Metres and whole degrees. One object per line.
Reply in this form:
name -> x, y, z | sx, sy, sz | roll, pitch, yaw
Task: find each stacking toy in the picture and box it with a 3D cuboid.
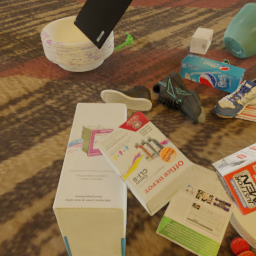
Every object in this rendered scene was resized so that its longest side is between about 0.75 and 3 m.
stacking toy -> 2.476, 2.795, 5.531 | 0.573, 0.573, 1.343 | -6, 38, -7

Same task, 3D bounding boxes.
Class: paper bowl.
paper bowl -> -2.035, -3.435, 11.700 | 2.897, 1.507, 2.897 | 0, 42, 0

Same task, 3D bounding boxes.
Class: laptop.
laptop -> -0.450, -3.686, 8.342 | 1.321, 2.267, 2.558 | 37, 18, -4

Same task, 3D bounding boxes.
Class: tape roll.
tape roll -> 3.625, 1.591, 6.398 | 2.793, 0.510, 2.793 | -4, 53, 5

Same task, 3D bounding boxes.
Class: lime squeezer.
lime squeezer -> -0.042, -4.233, 13.581 | 0.656, 0.351, 1.859 | -15, 34, 31

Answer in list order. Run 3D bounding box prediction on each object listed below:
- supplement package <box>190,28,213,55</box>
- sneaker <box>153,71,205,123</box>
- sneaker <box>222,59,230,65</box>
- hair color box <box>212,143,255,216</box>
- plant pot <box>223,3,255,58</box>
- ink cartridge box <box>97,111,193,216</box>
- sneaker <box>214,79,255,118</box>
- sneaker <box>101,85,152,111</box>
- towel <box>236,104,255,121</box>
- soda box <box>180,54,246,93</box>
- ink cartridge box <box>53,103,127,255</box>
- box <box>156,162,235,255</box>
supplement package -> 3.412, -4.042, 12.965 | 0.730, 0.739, 1.219 | 17, 44, 18
sneaker -> 1.706, -0.930, 9.518 | 1.059, 1.008, 2.673 | -23, 40, -2
sneaker -> 4.003, -2.549, 11.375 | 0.450, 0.500, 1.159 | 16, 29, 20
hair color box -> 2.033, 0.364, 3.492 | 1.783, 0.989, 0.570 | -26, 86, 9
plant pot -> 5.146, -4.013, 12.088 | 1.590, 1.981, 1.981 | -45, 51, 1
ink cartridge box -> 0.264, 0.520, 4.042 | 0.815, 0.811, 1.121 | -38, 63, -10
sneaker -> 3.741, -1.113, 9.260 | 2.201, 0.970, 0.828 | -27, 51, -22
sneaker -> -0.008, -1.142, 9.860 | 1.804, 0.638, 0.894 | 11, 41, 4
towel -> 4.304, -0.713, 9.674 | 1.090, 0.223, 1.490 | 14, 47, 16
soda box -> 3.215, -2.121, 10.824 | 2.282, 0.732, 0.774 | 23, 47, 24
ink cartridge box -> -0.623, 1.085, 6.220 | 1.223, 2.089, 2.890 | 1, 42, 1
box -> 1.563, 1.765, 6.127 | 1.283, 0.323, 1.778 | 23, 70, 20
